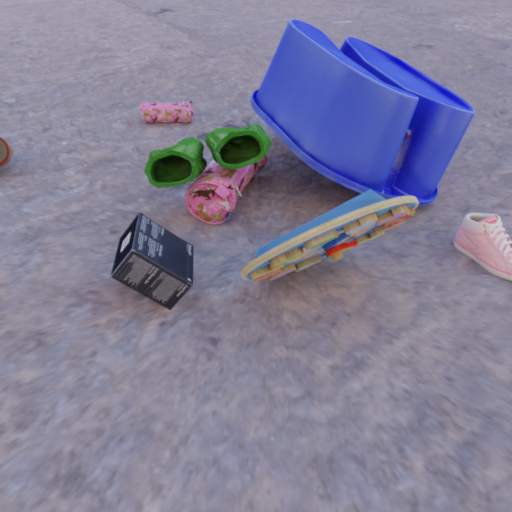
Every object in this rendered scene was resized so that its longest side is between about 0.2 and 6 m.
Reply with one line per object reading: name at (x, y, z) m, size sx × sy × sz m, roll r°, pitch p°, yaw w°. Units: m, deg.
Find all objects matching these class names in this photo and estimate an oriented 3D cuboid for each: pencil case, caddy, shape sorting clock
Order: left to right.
pencil case at (-2.438, -3.953, 15.365) m, size 1.431 × 0.619 × 0.592 m, roll -1°, pitch 33°, yaw 3°
pencil case at (-0.579, -1.680, 11.850) m, size 1.099 × 1.052 × 2.540 m, roll 14°, pitch 37°, yaw 9°
shape sorting clock at (1.148, -0.198, 8.751) m, size 2.934 × 2.934 × 0.576 m, roll -21°, pitch 79°, yaw -27°
caddy at (2.075, -2.980, 12.305) m, size 3.637 × 2.701 × 5.145 m, roll 1°, pitch 37°, yaw -32°

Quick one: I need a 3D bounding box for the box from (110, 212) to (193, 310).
box at (-1.660, 0.079, 9.167) m, size 1.135 × 0.649 × 1.246 m, roll 33°, pitch 24°, yaw -22°

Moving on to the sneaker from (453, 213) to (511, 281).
sneaker at (4.295, -0.216, 9.992) m, size 0.606 × 0.842 × 1.610 m, roll -21°, pitch 42°, yaw -29°

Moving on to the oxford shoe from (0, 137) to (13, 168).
oxford shoe at (-6.918, -2.035, 12.701) m, size 2.812 × 0.991 × 1.052 m, roll -12°, pitch 8°, yaw -10°

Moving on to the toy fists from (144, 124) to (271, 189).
toy fists at (-0.942, -1.948, 10.765) m, size 2.487 × 0.855 × 1.268 m, roll -16°, pitch 10°, yaw 3°
